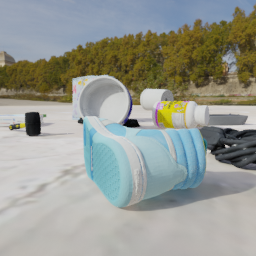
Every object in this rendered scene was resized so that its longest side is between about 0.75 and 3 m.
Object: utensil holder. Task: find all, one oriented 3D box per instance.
[{"bbox_3d":[2.534,-2.457,24.447,1.941,1.941,2.284,-5,9,-43],"label":"utensil holder"}]

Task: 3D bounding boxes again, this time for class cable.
[{"bbox_3d":[2.088,0.298,4.375,1.686,0.525,2.066,4,2,-14],"label":"cable"}]

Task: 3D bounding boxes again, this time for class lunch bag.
[{"bbox_3d":[-1.405,-1.208,11.748,1.429,1.907,2.249,-1,6,-40],"label":"lunch bag"}]

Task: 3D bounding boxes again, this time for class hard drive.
[{"bbox_3d":[3.400,-0.339,10.679,1.890,0.400,1.275,-1,6,-9],"label":"hard drive"}]

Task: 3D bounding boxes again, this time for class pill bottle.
[{"bbox_3d":[1.702,-0.424,9.060,1.705,0.889,0.889,3,7,29],"label":"pill bottle"}]

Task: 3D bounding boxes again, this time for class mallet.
[{"bbox_3d":[-2.923,0.023,7.798,0.393,0.629,1.911,-4,-8,-40],"label":"mallet"}]

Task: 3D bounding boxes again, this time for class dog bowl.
[{"bbox_3d":[-0.660,-0.719,8.412,1.560,1.560,0.615,1,-4,13],"label":"dog bowl"}]

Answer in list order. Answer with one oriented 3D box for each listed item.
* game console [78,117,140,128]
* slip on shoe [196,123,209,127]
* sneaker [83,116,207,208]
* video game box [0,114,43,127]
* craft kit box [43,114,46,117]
[{"bbox_3d":[-0.817,-0.210,10.077,2.371,0.286,1.398,7,9,43],"label":"game console"},{"bbox_3d":[2.456,-0.176,9.854,0.812,0.249,0.301,2,4,8],"label":"slip on shoe"},{"bbox_3d":[0.161,0.265,3.184,1.200,0.731,1.839,-4,16,-20],"label":"sneaker"},{"bbox_3d":[-4.164,-0.300,10.348,1.594,0.410,1.750,2,6,-2],"label":"video game box"},{"bbox_3d":[-4.958,-0.658,15.094,0.779,0.191,0.788,5,7,22],"label":"craft kit box"}]
